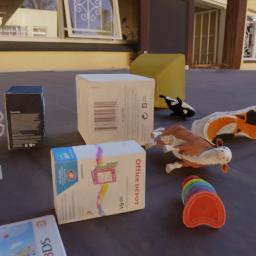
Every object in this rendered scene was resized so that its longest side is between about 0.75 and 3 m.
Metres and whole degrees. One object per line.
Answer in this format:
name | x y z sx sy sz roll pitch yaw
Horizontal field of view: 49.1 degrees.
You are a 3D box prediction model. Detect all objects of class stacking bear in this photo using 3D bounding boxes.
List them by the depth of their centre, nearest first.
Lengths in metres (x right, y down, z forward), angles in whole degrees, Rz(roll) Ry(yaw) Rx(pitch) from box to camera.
stacking bear | 1.213 1.176 4.888 0.661 0.619 1.089 1 10 2

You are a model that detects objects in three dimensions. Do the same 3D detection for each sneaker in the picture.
sneaker | 3.337 -0.196 9.070 2.850 1.079 1.311 -6 12 -24

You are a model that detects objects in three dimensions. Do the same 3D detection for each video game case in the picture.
video game case | -1.815 1.816 3.058 2.330 0.257 2.121 -7 16 -22

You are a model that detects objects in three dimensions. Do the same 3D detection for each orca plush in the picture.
orca plush | 1.959 -0.846 11.949 0.697 1.032 1.962 -42 56 -9

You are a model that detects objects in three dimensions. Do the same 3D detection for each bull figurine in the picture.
bull figurine | 1.417 0.499 6.933 1.423 0.763 2.343 -5 16 -17

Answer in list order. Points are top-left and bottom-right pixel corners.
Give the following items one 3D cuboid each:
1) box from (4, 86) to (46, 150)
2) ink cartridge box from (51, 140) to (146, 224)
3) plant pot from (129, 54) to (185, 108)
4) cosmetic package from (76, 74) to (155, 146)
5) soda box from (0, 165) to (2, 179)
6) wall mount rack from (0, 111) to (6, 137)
box | -3.075 -0.387 8.535 1.024 1.625 1.653 -4 16 -14
ink cartridge box | -0.492 0.886 4.846 1.533 1.108 0.649 -6 16 -20
plant pot | 1.284 -2.246 14.137 2.501 2.485 2.559 8 28 27
cosmetic package | -0.502 -0.649 8.822 1.971 1.983 2.370 -5 16 -17
soda box | -3.124 1.054 5.715 0.359 0.333 1.051 7 17 25
wall mount rack | -4.981 0.059 8.684 2.173 0.810 1.888 8 51 30
